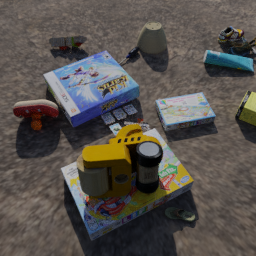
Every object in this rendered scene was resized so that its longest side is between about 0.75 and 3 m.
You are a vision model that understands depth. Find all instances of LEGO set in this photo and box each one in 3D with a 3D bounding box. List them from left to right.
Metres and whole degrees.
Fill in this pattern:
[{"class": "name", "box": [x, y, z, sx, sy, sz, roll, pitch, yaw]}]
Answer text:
[{"class": "LEGO set", "box": [-0.041, -0.089, 8.761, 1.126, 0.370, 1.508, -22, 43, -17]}]

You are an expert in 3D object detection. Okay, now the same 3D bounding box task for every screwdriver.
[{"class": "screwdriver", "box": [-0.171, -2.640, 10.763, 1.745, 0.243, 0.254, -40, 91, -25]}]

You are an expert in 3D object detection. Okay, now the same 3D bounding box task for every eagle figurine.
[{"class": "eagle figurine", "box": [4.504, -3.217, 11.007, 1.141, 0.861, 0.866, -16, 2, 24]}]

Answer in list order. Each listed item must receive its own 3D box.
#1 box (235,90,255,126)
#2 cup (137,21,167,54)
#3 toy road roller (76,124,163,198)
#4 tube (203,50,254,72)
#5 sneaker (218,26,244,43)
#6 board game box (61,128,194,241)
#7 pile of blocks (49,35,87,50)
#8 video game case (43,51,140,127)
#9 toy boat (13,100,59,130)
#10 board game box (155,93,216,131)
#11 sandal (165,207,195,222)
[{"class": "box", "box": [4.636, -0.304, 8.668, 2.338, 0.586, 0.880, 25, 55, 19]}, {"class": "cup", "box": [0.985, -3.701, 11.172, 1.231, 0.880, 1.231, 0, 51, 0]}, {"class": "toy road roller", "box": [-0.173, 0.720, 6.824, 2.075, 1.275, 1.514, -6, 39, -7]}, {"class": "tube", "box": [3.820, -2.549, 10.575, 1.844, 0.465, 0.714, 11, 60, 3]}, {"class": "sneaker", "box": [4.320, -3.921, 11.532, 1.287, 0.580, 0.482, -24, 55, -18]}, {"class": "board game box", "box": [-0.041, 1.346, 7.402, 2.902, 0.497, 1.951, -23, 55, -17]}, {"class": "pile of blocks", "box": [-2.406, -3.376, 11.262, 1.551, 0.637, 0.482, -1, 94, 11]}, {"class": "video game case", "box": [-1.260, -1.449, 9.545, 2.518, 0.572, 2.282, -27, 57, -18]}, {"class": "toy boat", "box": [-2.832, -0.371, 8.699, 1.338, 0.873, 0.874, -6, 82, -4]}, {"class": "board game box", "box": [1.824, -0.553, 9.054, 1.648, 0.282, 1.108, -10, 53, -8]}, {"class": "sandal", "box": [1.296, 2.124, 6.975, 0.761, 0.217, 0.302, 8, 52, 7]}]
